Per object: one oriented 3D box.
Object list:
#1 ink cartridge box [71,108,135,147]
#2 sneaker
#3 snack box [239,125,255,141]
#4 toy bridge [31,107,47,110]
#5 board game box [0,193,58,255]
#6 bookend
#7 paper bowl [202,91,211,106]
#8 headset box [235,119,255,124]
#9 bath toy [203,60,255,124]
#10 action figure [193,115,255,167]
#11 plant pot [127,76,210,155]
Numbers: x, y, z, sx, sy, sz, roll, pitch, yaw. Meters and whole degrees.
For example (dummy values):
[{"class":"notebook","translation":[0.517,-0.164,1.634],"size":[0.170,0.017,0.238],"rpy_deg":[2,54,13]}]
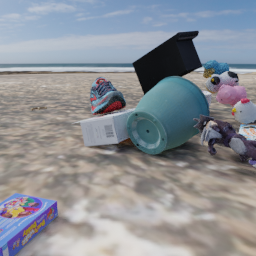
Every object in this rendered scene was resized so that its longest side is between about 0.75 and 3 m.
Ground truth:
[{"class":"ink cartridge box","translation":[-0.509,-0.050,8.621],"size":[1.647,0.786,1.876],"rpy_deg":[-7,8,34]},{"class":"sneaker","translation":[-0.856,-1.067,9.105],"size":[1.003,1.208,2.530],"rpy_deg":[-16,5,-18]},{"class":"snack box","translation":[3.918,0.287,8.457],"size":[1.095,0.350,1.884],"rpy_deg":[6,15,23]},{"class":"toy bridge","translation":[-4.485,-0.988,14.088],"size":[0.794,0.108,0.267],"rpy_deg":[-10,16,-34]},{"class":"board game box","translation":[-1.726,1.406,4.112],"size":[0.825,0.275,1.227],"rpy_deg":[5,15,19]},{"class":"bookend","translation":[1.765,-1.856,10.545],"size":[1.189,2.565,2.582],"rpy_deg":[-21,-1,-40]},{"class":"paper bowl","translation":[2.915,-1.212,13.153],"size":[1.889,0.982,1.889],"rpy_deg":[1,14,0]},{"class":"headset box","translation":[4.799,-0.418,11.384],"size":[0.602,0.304,0.810],"rpy_deg":[-5,15,-19]},{"class":"bath toy","translation":[3.637,-1.334,10.086],"size":[1.224,1.040,2.815],"rpy_deg":[-29,48,12]},{"class":"action figure","translation":[2.563,0.397,6.438],"size":[1.769,0.943,2.719],"rpy_deg":[4,16,-34]},{"class":"plant pot","translation":[0.989,-0.225,7.814],"size":[1.931,1.931,1.815],"rpy_deg":[11,34,38]}]
